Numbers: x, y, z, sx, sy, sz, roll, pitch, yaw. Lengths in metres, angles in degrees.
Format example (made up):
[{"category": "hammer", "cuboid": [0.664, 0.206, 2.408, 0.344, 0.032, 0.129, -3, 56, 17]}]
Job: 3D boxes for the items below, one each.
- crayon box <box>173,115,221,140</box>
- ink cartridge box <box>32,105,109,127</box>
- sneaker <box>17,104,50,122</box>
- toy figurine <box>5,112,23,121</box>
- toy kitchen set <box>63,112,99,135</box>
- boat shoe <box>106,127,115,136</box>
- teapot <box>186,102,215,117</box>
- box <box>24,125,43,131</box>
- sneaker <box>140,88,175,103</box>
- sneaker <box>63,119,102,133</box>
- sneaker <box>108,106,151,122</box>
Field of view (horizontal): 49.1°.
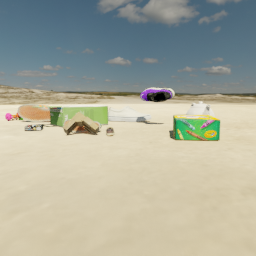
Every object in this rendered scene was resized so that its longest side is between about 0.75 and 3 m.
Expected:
[{"category": "crayon box", "cuboid": [2.118, -0.058, 8.995, 1.271, 0.623, 2.140, 1, 6, 7]}, {"category": "ink cartridge box", "cuboid": [-2.501, -0.550, 12.304, 2.955, 0.876, 1.534, -4, 8, -35]}, {"category": "sneaker", "cuboid": [-4.251, -0.726, 14.335, 2.549, 0.910, 1.018, 6, 3, -4]}, {"category": "toy figurine", "cuboid": [-6.152, -0.630, 14.962, 0.831, 0.678, 0.903, -16, -7, -37]}, {"category": "toy kitchen set", "cuboid": [-1.525, 0.115, 9.314, 0.876, 0.790, 0.715, 35, -26, 15]}, {"category": "boat shoe", "cuboid": [-0.589, 0.096, 9.302, 0.292, 0.263, 0.813, 0, 6, 0]}, {"category": "teapot", "cuboid": [3.291, -0.686, 12.831, 1.431, 1.045, 1.412, 3, 7, 35]}, {"category": "box", "cuboid": [-3.572, -0.012, 10.681, 0.598, 0.173, 0.753, -1, 6, -10]}, {"category": "sneaker", "cuboid": [1.125, -1.387, 12.139, 1.613, 0.561, 0.802, -2, 23, 35]}, {"category": "sneaker", "cuboid": [-1.619, -0.064, 10.101, 1.342, 0.479, 0.536, 5, 1, 4]}, {"category": "sneaker", "cuboid": [0.063, -0.738, 14.358, 2.272, 0.804, 0.830, 1, 6, 6]}]
